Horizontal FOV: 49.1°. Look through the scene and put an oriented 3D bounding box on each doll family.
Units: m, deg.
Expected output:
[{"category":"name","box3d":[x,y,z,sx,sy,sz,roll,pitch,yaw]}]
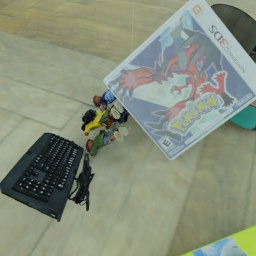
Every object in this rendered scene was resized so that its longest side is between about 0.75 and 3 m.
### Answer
[{"category":"doll family","box3d":[-0.538,-0.345,7.125,1.387,0.942,2.400,-23,22,38]}]

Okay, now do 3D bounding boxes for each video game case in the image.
[{"category":"video game case","box3d":[1.231,-0.990,6.209,2.500,2.744,0.315,49,18,-4]}]

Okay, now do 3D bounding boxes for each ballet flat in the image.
[{"category":"ballet flat","box3d":[3.457,-0.229,7.361,2.047,0.697,0.688,25,25,14]}]

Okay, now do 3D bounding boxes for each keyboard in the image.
[{"category":"keyboard","box3d":[-1.261,0.674,5.522,1.481,0.564,2.846,29,15,-10]}]

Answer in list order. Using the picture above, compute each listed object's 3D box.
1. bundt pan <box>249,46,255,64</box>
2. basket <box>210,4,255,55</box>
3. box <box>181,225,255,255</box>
[{"category":"bundt pan","box3d":[4.405,-2.273,8.886,2.238,0.840,2.238,0,36,0]},{"category":"basket","box3d":[2.326,-1.779,7.555,1.503,1.993,2.210,31,97,28]},{"category":"box","box3d":[1.553,2.768,4.479,2.752,0.656,1.678,-16,46,-14]}]
